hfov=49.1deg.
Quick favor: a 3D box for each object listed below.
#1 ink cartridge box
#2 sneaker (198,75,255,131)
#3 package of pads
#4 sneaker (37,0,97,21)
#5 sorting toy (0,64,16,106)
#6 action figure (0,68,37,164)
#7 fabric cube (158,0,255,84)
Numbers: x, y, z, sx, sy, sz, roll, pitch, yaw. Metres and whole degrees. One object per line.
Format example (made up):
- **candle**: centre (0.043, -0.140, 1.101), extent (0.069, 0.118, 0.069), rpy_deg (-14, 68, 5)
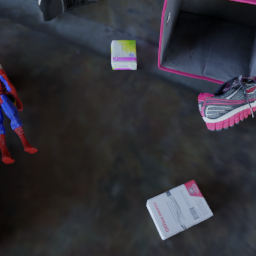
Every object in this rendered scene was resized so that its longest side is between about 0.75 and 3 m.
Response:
- **ink cartridge box**: centre (1.090, 1.781, 6.101), extent (1.163, 0.490, 0.842), rpy_deg (-21, 65, -11)
- **sneaker**: centre (2.987, -0.924, 6.851), extent (2.631, 1.060, 0.982), rpy_deg (-29, 98, -6)
- **package of pads**: centre (-0.130, -2.146, 8.211), extent (0.730, 0.322, 0.944), rpy_deg (0, 62, -2)
- **sneaker**: centre (-1.636, -4.420, 8.979), extent (1.302, 1.126, 2.973), rpy_deg (28, 66, 8)
- **sorting toy**: centre (-3.807, -1.194, 7.708), extent (0.976, 0.342, 2.025), rpy_deg (-25, 66, -12)
- **action figure**: centre (-3.193, -0.538, 7.057), extent (0.943, 0.745, 2.881), rpy_deg (-25, 75, -6)
- **fabric cube**: centre (2.492, -3.110, 7.385), extent (2.723, 2.671, 2.714), rpy_deg (16, 64, 9)
